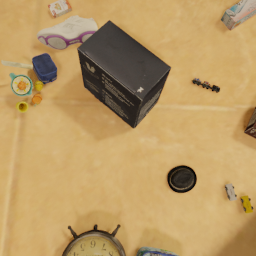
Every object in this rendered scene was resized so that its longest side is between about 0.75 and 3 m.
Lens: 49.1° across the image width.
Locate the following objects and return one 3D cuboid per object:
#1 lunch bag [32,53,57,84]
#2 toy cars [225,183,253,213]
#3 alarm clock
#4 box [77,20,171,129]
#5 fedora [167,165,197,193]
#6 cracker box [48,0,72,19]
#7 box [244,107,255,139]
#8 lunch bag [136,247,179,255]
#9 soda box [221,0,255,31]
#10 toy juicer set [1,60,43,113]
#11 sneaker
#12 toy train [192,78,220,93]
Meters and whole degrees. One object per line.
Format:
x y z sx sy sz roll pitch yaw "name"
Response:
-2.992 -2.094 10.158 0.689 0.671 1.014 -24 76 -23 "lunch bag"
3.639 2.332 9.264 1.164 0.258 0.522 38 73 12 "toy cars"
-1.008 4.400 8.373 1.949 0.962 2.890 0 74 -1 "alarm clock"
-0.175 -1.588 9.020 2.440 2.482 1.457 40 73 9 "box"
1.827 1.686 9.303 1.021 0.466 1.021 0 76 0 "fedora"
-2.676 -4.726 11.031 0.797 0.230 0.534 -28 78 -6 "cracker box"
5.371 0.118 9.502 2.364 0.886 1.184 28 78 8 "box"
0.880 4.630 8.326 1.553 0.797 1.933 18 77 -11 "lunch bag"
4.564 -4.584 10.811 1.863 0.592 0.637 -34 78 -9 "soda box"
-3.460 -1.523 9.601 1.156 0.494 1.817 -25 116 -34 "toy juicer set"
-2.253 -3.630 10.559 2.293 0.859 1.142 -8 64 -7 "sneaker"
2.865 -1.587 10.271 1.088 0.186 0.249 22 74 5 "toy train"
